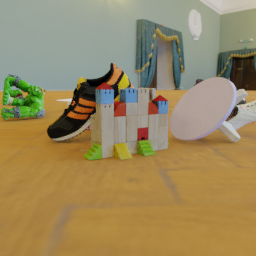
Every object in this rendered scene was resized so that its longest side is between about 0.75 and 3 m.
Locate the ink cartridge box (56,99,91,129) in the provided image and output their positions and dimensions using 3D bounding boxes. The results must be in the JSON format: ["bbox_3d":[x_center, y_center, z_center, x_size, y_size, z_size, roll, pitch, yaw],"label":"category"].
[{"bbox_3d":[-0.847,-0.437,8.402,2.368,0.803,1.363,7,12,27],"label":"ink cartridge box"}]

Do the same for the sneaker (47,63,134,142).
[{"bbox_3d":[-0.986,-0.605,6.182,2.247,1.011,0.786,-29,34,7],"label":"sneaker"}]

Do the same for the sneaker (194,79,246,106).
[{"bbox_3d":[3.106,-1.135,10.248,1.449,0.949,2.508,13,21,-14],"label":"sneaker"}]

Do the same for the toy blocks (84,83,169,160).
[{"bbox_3d":[0.056,-0.202,5.434,1.954,1.336,0.976,-5,11,-30],"label":"toy blocks"}]

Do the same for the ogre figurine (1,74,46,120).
[{"bbox_3d":[-3.991,-1.137,10.744,1.518,1.243,2.533,10,16,-28],"label":"ogre figurine"}]

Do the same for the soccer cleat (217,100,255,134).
[{"bbox_3d":[2.835,-0.375,6.785,1.526,0.592,0.529,-29,34,-4],"label":"soccer cleat"}]

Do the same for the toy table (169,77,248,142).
[{"bbox_3d":[1.844,-0.361,6.353,0.981,1.539,1.674,8,-33,-46],"label":"toy table"}]

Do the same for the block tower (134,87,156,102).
[{"bbox_3d":[-0.001,-0.819,7.128,1.499,0.405,0.433,9,18,42],"label":"block tower"}]
